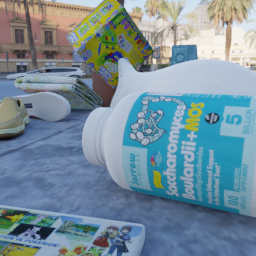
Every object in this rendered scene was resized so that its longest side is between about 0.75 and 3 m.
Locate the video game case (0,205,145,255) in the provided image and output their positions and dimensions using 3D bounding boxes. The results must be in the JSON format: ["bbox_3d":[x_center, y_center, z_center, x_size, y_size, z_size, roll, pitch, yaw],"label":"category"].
[{"bbox_3d":[-1.043,1.253,2.371,2.064,0.227,1.881,2,12,15],"label":"video game case"}]

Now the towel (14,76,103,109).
[{"bbox_3d":[-2.903,-1.543,12.179,2.996,0.722,2.565,5,-13,22],"label":"towel"}]

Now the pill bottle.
[{"bbox_3d":[0.726,0.258,3.981,2.726,1.510,1.510,5,13,27],"label":"pill bottle"}]

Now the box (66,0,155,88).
[{"bbox_3d":[-0.636,-3.181,10.633,2.323,2.238,1.417,41,12,-48],"label":"box"}]

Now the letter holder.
[{"bbox_3d":[-0.322,-1.954,13.675,2.595,1.845,1.305,3,12,17],"label":"letter holder"}]

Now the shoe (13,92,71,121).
[{"bbox_3d":[-3.127,-0.908,10.670,2.906,1.038,1.322,3,15,27],"label":"shoe"}]

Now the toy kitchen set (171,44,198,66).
[{"bbox_3d":[2.262,-0.664,5.901,2.803,2.245,1.651,3,0,14],"label":"toy kitchen set"}]

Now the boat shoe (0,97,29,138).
[{"bbox_3d":[-3.548,-0.408,8.287,0.969,1.030,2.704,-3,12,-14],"label":"boat shoe"}]

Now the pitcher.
[{"bbox_3d":[0.935,-0.186,5.277,2.756,2.365,1.671,9,-22,21],"label":"pitcher"}]
